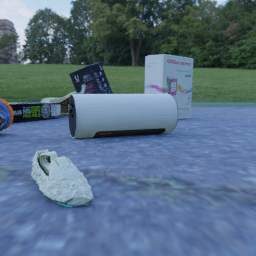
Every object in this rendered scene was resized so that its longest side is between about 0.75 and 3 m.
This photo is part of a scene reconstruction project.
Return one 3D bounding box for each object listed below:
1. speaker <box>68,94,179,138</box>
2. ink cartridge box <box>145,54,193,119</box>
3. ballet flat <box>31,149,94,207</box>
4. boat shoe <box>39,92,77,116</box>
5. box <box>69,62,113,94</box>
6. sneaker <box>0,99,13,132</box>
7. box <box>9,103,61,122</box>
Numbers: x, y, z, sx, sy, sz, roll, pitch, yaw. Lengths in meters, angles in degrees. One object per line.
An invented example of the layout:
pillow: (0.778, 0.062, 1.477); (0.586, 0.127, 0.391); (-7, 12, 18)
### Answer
speaker: (-0.115, -0.278, 5.779); (2.172, 0.882, 0.882); (-3, 7, -22)
ink cartridge box: (1.497, -1.480, 10.298); (1.646, 2.277, 0.964); (-5, 8, -39)
ballet flat: (-0.619, 0.375, 2.378); (0.352, 0.352, 0.980); (-4, 8, -35)
boat shoe: (-2.475, -0.972, 12.212); (0.881, 1.030, 2.811); (11, 22, 39)
box: (-1.168, -1.326, 9.433); (0.911, 1.490, 0.790); (-15, 13, 28)
sneaker: (-3.674, -0.256, 5.375); (2.675, 1.008, 1.049); (-4, 12, -17)
box: (-4.024, -0.589, 9.879); (2.154, 0.595, 2.689); (3, 7, 24)
